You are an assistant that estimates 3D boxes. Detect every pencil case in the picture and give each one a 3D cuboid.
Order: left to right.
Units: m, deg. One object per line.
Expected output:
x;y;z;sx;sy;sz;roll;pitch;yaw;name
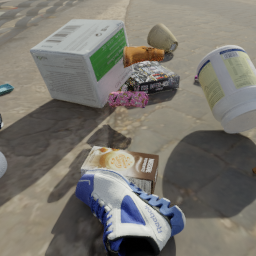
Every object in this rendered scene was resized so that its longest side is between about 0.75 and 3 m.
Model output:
-0.015;-1.040;10.380;1.485;0.643;0.615;5;23;27;pencil case

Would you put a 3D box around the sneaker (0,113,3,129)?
-5.367;-0.425;10.164;1.201;0.776;2.213;-28;48;-29;sneaker

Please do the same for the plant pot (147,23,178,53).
2.324;-5.507;17.735;1.559;1.559;1.664;-23;55;-32;plant pot

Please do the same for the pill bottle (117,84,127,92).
-0.586;-1.721;12.430;0.994;0.552;0.552;13;35;19;pill bottle

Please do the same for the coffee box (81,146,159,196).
-0.179;1.197;7.655;1.919;0.765;1.098;7;33;11;coffee box

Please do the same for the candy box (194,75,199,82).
3.757;-2.507;13.952;0.801;0.244;0.546;-28;42;-36;candy box

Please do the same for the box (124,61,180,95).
0.877;-2.532;13.580;2.139;0.675;2.713;-14;35;-21;box

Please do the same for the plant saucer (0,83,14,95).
-6.191;-1.539;12.500;0.728;0.197;2.081;28;43;36;plant saucer

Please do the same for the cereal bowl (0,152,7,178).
-4.327;1.031;8.062;1.504;0.626;1.504;-1;32;0;cereal bowl

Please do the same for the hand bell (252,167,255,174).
4.582;1.004;8.148;1.957;1.019;1.019;-16;34;-1;hand bell

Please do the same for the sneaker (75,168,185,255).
-0.250;1.965;6.160;2.694;1.088;1.556;19;35;25;sneaker

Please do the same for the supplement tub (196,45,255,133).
3.681;-1.334;9.836;1.905;1.905;2.628;-7;62;-11;supplement tub

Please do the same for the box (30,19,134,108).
-1.748;-2.739;11.594;2.843;2.436;2.829;14;49;28;box

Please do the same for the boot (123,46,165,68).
0.601;-2.648;10.312;1.435;0.683;1.855;9;33;10;boot
